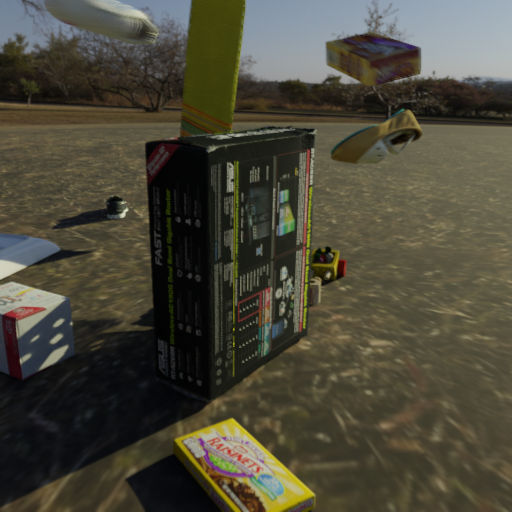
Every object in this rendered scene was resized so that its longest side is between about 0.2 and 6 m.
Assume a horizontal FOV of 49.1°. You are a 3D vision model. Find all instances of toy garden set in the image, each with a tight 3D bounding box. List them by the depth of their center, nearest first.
[{"bbox_3d":[0.224,0.274,8.991,2.178,0.521,2.612,5,18,15],"label":"toy garden set"}]

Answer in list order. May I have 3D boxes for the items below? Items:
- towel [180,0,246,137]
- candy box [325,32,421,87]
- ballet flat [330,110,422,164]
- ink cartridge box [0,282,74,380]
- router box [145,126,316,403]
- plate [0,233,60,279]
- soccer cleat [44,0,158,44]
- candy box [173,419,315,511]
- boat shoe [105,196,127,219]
[{"bbox_3d":[-0.987,-3.713,12.517,0.364,4.031,1.735,-20,41,-39],"label":"towel"},{"bbox_3d":[1.762,-3.053,8.630,0.865,0.419,1.483,-16,32,-11],"label":"candy box"},{"bbox_3d":[2.533,-2.299,11.296,2.430,0.766,0.834,-32,-11,-30],"label":"ballet flat"},{"bbox_3d":[-2.846,0.858,6.663,1.071,0.775,0.778,10,19,29],"label":"ink cartridge box"},{"bbox_3d":[-0.199,-0.043,6.314,0.838,2.697,2.021,13,21,33],"label":"router box"},{"bbox_3d":[-5.273,-0.026,10.231,2.408,0.389,2.403,4,17,13],"label":"plate"},{"bbox_3d":[-2.251,-3.611,8.427,1.736,0.606,0.749,-5,36,-48],"label":"soccer cleat"},{"bbox_3d":[-0.142,1.794,4.649,0.636,0.164,1.243,-8,19,-33],"label":"candy box"},{"bbox_3d":[-3.573,-1.319,14.325,0.567,0.452,1.500,-5,18,-17],"label":"boat shoe"}]
